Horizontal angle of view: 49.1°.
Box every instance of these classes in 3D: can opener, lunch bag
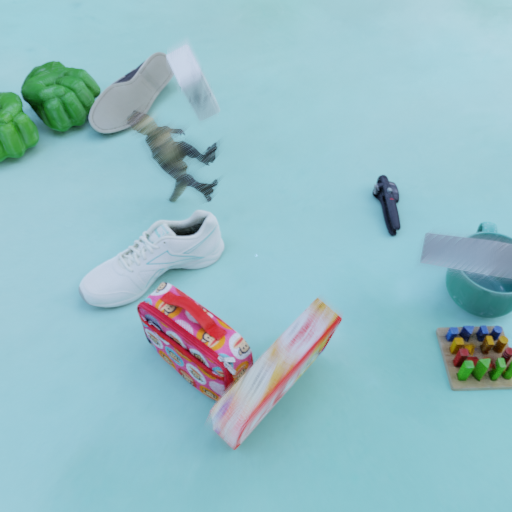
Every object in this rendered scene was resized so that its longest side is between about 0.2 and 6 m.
[{"bbox_3d":[2.827,-1.106,11.885,0.598,0.482,1.522,0,51,-1],"label":"can opener"},{"bbox_3d":[-0.972,1.352,9.090,2.035,1.792,0.834,32,58,23],"label":"lunch bag"}]

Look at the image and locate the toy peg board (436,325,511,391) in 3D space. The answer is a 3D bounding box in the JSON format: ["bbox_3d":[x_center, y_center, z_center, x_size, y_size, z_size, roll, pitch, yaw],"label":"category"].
[{"bbox_3d":[3.884,1.636,9.643,1.198,0.586,1.193,-1,52,-1],"label":"toy peg board"}]

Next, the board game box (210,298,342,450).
[{"bbox_3d":[0.265,1.817,8.445,0.517,1.691,2.232,41,70,15],"label":"board game box"}]

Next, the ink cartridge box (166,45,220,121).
[{"bbox_3d":[-1.292,-3.563,11.610,0.537,1.266,0.922,-26,67,2],"label":"ink cartridge box"}]

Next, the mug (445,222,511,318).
[{"bbox_3d":[4.336,0.340,10.364,1.418,1.067,1.726,36,59,26],"label":"mug"}]

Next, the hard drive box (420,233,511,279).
[{"bbox_3d":[3.383,0.004,8.576,1.014,0.500,1.301,8,4,-29],"label":"hard drive box"}]

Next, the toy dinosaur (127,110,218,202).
[{"bbox_3d":[-1.423,-1.749,10.715,1.386,3.145,0.746,20,70,16],"label":"toy dinosaur"}]

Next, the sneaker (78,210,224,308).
[{"bbox_3d":[-2.016,-0.059,10.629,2.959,1.186,1.041,-27,58,-18],"label":"sneaker"}]

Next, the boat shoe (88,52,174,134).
[{"bbox_3d":[-3.196,-4.002,14.146,0.917,1.063,2.925,-7,40,54],"label":"boat shoe"}]

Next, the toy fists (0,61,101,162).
[{"bbox_3d":[-5.419,-3.471,13.303,3.580,1.231,1.825,-37,61,-27],"label":"toy fists"}]
